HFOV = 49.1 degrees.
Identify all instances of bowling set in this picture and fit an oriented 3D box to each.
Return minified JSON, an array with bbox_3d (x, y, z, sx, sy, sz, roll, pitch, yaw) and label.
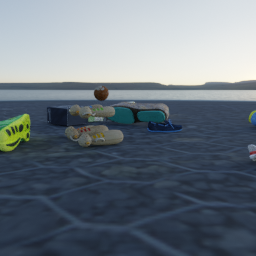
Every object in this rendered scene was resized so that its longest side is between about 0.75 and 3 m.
[{"bbox_3d":[-1.221,-0.391,8.340,1.290,1.672,2.402,-6,6,-30],"label":"bowling set"}]

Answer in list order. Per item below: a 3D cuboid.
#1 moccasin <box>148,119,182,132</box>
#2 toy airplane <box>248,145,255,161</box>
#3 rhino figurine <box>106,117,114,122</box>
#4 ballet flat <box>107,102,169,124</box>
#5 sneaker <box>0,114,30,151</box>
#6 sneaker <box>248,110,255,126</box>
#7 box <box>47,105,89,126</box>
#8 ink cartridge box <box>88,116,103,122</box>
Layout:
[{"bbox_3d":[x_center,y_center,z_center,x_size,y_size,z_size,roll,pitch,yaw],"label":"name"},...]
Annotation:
[{"bbox_3d":[1.368,-0.088,10.265,1.274,0.435,0.513,-1,8,-7],"label":"moccasin"},{"bbox_3d":[2.940,0.407,5.752,0.902,0.639,0.906,-2,8,-12],"label":"toy airplane"},{"bbox_3d":[-0.580,-0.590,13.522,1.412,0.617,0.422,-1,31,-13],"label":"rhino figurine"},{"bbox_3d":[0.418,-0.722,12.397,2.929,0.997,0.985,6,38,20],"label":"ballet flat"},{"bbox_3d":[-3.294,0.052,7.674,0.947,0.839,2.265,4,8,-2],"label":"sneaker"},{"bbox_3d":[6.041,-0.331,11.472,2.234,0.736,0.876,-3,21,-23],"label":"sneaker"},{"bbox_3d":[-2.659,-0.565,12.430,1.304,0.810,1.315,5,9,34],"label":"box"},{"bbox_3d":[-2.312,-0.612,14.233,1.323,0.436,1.819,-7,10,-42],"label":"ink cartridge box"}]
